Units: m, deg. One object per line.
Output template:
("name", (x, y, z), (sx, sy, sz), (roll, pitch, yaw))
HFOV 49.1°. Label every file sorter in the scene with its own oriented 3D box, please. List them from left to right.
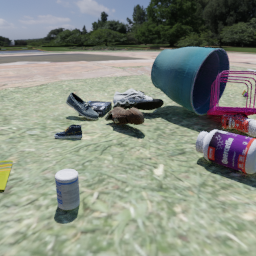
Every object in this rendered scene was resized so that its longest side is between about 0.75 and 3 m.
("file sorter", (4.381, -1.370, 11.565), (1.771, 1.598, 2.549), (4, 0, 9))

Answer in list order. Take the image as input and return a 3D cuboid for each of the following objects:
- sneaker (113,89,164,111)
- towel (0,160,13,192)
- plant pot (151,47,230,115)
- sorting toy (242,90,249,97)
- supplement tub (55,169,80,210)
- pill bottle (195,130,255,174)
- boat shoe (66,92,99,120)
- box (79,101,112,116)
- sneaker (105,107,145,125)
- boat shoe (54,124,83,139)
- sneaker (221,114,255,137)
("sneaker", (0.483, -1.406, 13.028), (2.370, 0.878, 1.049), (1, 64, -4))
("towel", (-3.537, 1.263, 7.491), (0.683, 0.143, 1.588), (-6, 21, -13))
("plant pot", (2.702, -2.442, 13.149), (2.991, 2.991, 2.811), (-18, 33, -41))
("sorting toy", (6.934, -1.962, 16.380), (0.341, 0.343, 0.990), (28, 23, 6))
("supplement tub", (-1.344, 1.364, 6.256), (0.516, 0.782, 0.516), (0, 19, 0))
("pill bottle", (2.869, 0.621, 8.043), (1.732, 0.974, 0.974), (16, 25, 39))
("boat shoe", (-1.985, -0.966, 12.378), (1.786, 0.552, 0.650), (33, 23, 18))
("box", (-1.540, -0.952, 13.389), (1.195, 0.325, 1.491), (5, 20, 14))
("sneaker", (-0.157, -0.348, 11.101), (0.778, 0.726, 2.061), (-34, 23, -24))
("boat shoe", (-2.179, 0.109, 10.218), (1.024, 0.465, 0.362), (-2, 20, -6))
("sneaker", (4.178, -0.099, 10.557), (1.053, 0.656, 1.964), (-1, 16, 1))
